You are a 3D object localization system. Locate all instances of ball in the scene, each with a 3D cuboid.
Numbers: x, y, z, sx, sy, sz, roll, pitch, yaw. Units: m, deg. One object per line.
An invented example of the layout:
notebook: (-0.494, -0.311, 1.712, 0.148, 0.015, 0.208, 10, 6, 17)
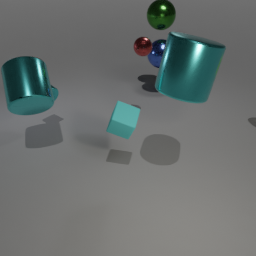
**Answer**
ball: (1.648, -3.651, 13.807, 1.400, 1.400, 1.400, 0, 29, 0)
ball: (0.550, -3.005, 10.344, 0.700, 0.700, 0.700, 0, 29, 0)
ball: (1.597, -5.435, 13.459, 1.400, 1.400, 1.400, 0, 29, 0)

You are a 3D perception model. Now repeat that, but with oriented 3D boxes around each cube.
cube: (-0.139, -0.219, 8.034, 0.700, 0.700, 0.700, 20, 55, -7)

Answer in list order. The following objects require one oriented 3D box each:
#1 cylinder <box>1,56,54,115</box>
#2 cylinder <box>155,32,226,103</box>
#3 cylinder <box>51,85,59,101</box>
cylinder: (-3.170, -1.302, 8.870, 1.400, 1.400, 1.400, -11, 74, -19)
cylinder: (1.504, -1.510, 6.943, 1.400, 1.400, 1.400, 11, 25, -5)
cylinder: (-3.176, -1.393, 10.823, 0.700, 0.700, 0.700, 34, 41, 20)
